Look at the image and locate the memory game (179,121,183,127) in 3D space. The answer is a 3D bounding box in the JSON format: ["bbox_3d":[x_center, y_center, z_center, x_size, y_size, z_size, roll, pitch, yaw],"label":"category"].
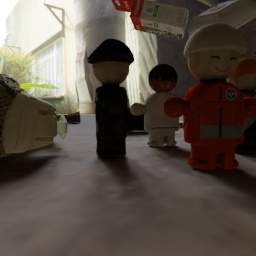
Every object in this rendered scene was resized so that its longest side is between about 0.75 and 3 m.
[{"bbox_3d":[2.227,-0.151,9.969,2.653,0.169,2.653,0,3,0],"label":"memory game"}]

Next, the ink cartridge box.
[{"bbox_3d":[0.683,-3.922,9.971,2.795,0.704,1.523,15,4,8],"label":"ink cartridge box"}]

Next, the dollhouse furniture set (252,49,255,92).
[{"bbox_3d":[3.925,-0.832,7.652,1.113,2.161,2.138,6,41,42],"label":"dollhouse furniture set"}]

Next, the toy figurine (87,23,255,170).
[{"bbox_3d":[0.653,-0.366,3.473,1.976,1.375,1.945,2,4,38],"label":"toy figurine"}]

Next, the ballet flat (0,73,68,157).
[{"bbox_3d":[-1.344,-0.101,3.670,1.081,0.974,2.872,13,0,-5],"label":"ballet flat"}]

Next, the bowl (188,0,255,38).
[{"bbox_3d":[2.977,-3.546,9.001,1.862,0.695,1.859,-31,24,-14],"label":"bowl"}]

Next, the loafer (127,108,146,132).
[{"bbox_3d":[0.109,-0.188,7.425,1.808,0.660,0.645,10,-1,-1],"label":"loafer"}]

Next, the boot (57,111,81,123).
[{"bbox_3d":[-2.940,-0.432,12.348,1.653,0.531,1.540,-5,2,-10],"label":"boot"}]
